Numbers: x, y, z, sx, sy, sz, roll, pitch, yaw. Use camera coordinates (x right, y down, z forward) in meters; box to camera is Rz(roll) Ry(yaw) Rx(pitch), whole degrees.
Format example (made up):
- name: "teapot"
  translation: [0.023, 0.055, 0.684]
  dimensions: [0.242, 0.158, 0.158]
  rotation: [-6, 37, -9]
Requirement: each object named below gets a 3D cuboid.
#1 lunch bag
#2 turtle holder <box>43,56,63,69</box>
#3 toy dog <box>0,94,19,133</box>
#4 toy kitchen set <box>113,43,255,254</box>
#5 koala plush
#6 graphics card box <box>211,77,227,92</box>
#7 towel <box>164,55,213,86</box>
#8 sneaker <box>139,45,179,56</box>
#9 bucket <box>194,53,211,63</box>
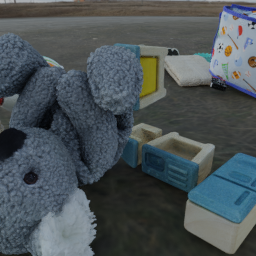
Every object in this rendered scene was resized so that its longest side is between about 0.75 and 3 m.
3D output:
- name: "lunch bag"
  translation: [4.223, -2.635, 9.472]
  dimensions: [1.810, 2.485, 2.923]
  rotation: [-23, 41, -34]
- name: "turtle holder"
  translation: [-2.725, -1.437, 8.966]
  dimensions: [1.400, 1.971, 1.497]
  rotation: [-3, 58, -5]
- name: "toy dog"
  translation: [-3.094, -0.831, 5.504]
  dimensions: [1.483, 2.249, 1.083]
  rotation: [-44, 43, 3]
- name: "toy kitchen set"
  translation: [0.833, -0.055, 4.616]
  dimensions: [2.967, 2.377, 1.748]
  rotation: [19, 29, 38]
- name: "koala plush"
  translation: [-1.223, 0.520, 4.226]
  dimensions: [2.582, 2.675, 2.911]
  rotation: [8, 48, 11]
- name: "graphics card box"
  translation: [3.078, -1.498, 9.542]
  dimensions: [0.487, 0.198, 0.777]
  rotation: [17, 28, 6]
- name: "towel"
  translation: [2.587, -2.393, 11.597]
  dimensions: [1.855, 0.483, 2.800]
  rotation: [-5, 33, -8]
- name: "sneaker"
  translation: [0.985, -3.200, 13.158]
  dimensions: [2.860, 1.153, 1.193]
  rotation: [-1, 9, -23]
- name: "bucket"
  translation: [3.526, -3.161, 13.218]
  dimensions: [0.940, 0.612, 0.940]
  rotation: [0, 25, 0]
